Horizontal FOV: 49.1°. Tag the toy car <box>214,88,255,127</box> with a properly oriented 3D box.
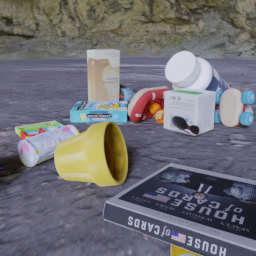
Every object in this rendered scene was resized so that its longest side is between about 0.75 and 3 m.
[{"bbox_3d":[4.211,-0.736,10.581,1.599,1.415,1.474,1,4,-40],"label":"toy car"}]

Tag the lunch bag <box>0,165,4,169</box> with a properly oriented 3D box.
[{"bbox_3d":[-3.479,0.853,5.815,1.649,1.091,1.120,-6,2,-15],"label":"lunch bag"}]

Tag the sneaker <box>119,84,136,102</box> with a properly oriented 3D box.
[{"bbox_3d":[-0.298,-1.810,14.790,1.128,0.936,2.361,2,24,-26],"label":"sneaker"}]

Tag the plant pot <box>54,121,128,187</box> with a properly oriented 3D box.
[{"bbox_3d":[-0.843,0.628,6.233,1.313,1.396,1.396,-10,14,17],"label":"plant pot"}]

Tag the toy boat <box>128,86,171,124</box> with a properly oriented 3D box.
[{"bbox_3d":[1.050,-0.710,10.840,2.111,1.378,1.380,-13,51,-36],"label":"toy boat"}]

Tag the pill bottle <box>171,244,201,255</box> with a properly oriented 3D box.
[{"bbox_3d":[0.820,1.774,3.922,0.438,0.438,0.789,2,18,8],"label":"pill bottle"}]

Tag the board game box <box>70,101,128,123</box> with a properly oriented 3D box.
[{"bbox_3d":[-1.119,-0.694,11.561,2.195,0.515,1.657,0,18,0],"label":"board game box"}]

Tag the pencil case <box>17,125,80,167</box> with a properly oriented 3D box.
[{"bbox_3d":[-2.066,0.465,7.596,0.789,0.723,1.740,34,32,27],"label":"pencil case"}]

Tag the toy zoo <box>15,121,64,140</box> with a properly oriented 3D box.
[{"bbox_3d":[-2.637,0.214,9.167,1.465,0.228,2.233,-12,21,-33],"label":"toy zoo"}]

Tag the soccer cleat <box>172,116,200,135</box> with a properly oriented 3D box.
[{"bbox_3d":[1.733,-0.056,8.768,1.101,0.375,0.403,23,-15,-28],"label":"soccer cleat"}]

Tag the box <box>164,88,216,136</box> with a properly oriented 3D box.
[{"bbox_3d":[2.155,-0.613,9.832,1.196,1.396,1.389,-13,20,-42],"label":"box"}]

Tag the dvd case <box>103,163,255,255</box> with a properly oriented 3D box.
[{"bbox_3d":[1.273,1.252,4.887,2.211,0.364,2.942,10,9,27],"label":"dvd case"}]

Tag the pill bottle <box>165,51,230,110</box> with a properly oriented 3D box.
[{"bbox_3d":[2.775,-1.800,11.243,1.689,1.689,2.825,19,-5,46],"label":"pill bottle"}]

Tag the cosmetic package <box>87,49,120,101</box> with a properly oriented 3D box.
[{"bbox_3d":[-1.165,-2.390,13.397,1.381,2.626,0.933,-11,23,-27],"label":"cosmetic package"}]
